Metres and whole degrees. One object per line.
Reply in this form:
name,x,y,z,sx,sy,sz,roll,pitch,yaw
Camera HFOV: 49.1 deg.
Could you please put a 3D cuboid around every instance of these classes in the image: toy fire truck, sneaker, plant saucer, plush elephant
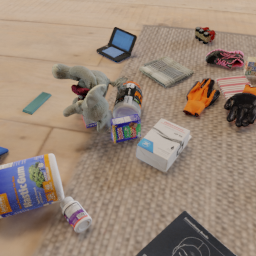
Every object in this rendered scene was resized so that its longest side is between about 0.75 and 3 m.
toy fire truck,4.628,-5.383,16.013,1.294,0.833,1.139,-27,48,-12
sneaker,4.837,-3.346,13.885,1.977,0.781,0.943,-1,55,1
plant saucer,-3.849,-1.096,11.886,0.502,0.136,1.435,17,45,17
plush elephant,-1.383,-0.978,9.884,2.664,2.194,2.063,-3,42,13

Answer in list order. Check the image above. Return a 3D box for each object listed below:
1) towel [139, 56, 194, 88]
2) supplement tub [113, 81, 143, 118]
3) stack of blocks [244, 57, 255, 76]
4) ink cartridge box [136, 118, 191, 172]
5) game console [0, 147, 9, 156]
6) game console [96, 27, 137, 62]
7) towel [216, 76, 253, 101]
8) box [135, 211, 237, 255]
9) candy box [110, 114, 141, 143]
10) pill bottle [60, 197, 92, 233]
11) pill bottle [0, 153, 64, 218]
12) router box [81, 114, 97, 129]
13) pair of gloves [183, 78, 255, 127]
towel,1.828,-2.819,13.522,1.965,0.352,2.041,-29,50,-26
supplement tub,0.026,-1.036,11.142,1.069,1.069,1.745,4,45,5
stack of blocks,6.296,-2.684,12.937,1.670,0.962,0.489,9,44,9
ink cartridge box,1.345,0.438,9.866,1.199,0.690,2.070,25,49,24
game console,-5.477,1.185,9.447,2.077,1.229,1.773,14,77,15
game console,-0.623,-4.393,14.685,1.736,1.027,1.482,33,52,31
towel,4.820,-1.688,12.426,1.387,0.283,1.895,-5,44,-2
box,1.136,3.389,6.383,2.286,1.224,1.697,-31,52,-28
candy box,-0.079,0.019,10.167,1.041,0.880,0.401,-11,42,-10
pill bottle,-1.501,2.414,7.904,0.544,0.544,0.977,-30,51,-27
pill bottle,-3.245,1.713,7.976,2.591,1.452,1.452,-14,45,-14
router box,-1.341,-0.400,11.089,0.865,0.211,0.776,-15,46,-15
pair of gloves,3.938,-1.128,11.676,2.984,0.369,2.658,17,50,22
